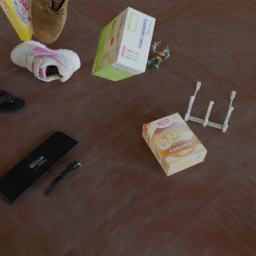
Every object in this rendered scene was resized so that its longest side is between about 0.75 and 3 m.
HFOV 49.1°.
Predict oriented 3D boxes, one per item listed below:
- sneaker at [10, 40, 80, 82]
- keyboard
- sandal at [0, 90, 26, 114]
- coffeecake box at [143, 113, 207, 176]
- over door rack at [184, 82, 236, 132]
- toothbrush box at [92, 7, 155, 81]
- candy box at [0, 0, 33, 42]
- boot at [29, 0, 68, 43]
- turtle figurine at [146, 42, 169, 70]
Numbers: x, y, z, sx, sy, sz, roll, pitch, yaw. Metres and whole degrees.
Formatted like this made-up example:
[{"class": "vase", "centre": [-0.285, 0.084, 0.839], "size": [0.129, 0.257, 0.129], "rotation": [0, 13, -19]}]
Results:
[{"class": "sneaker", "centre": [-3.204, -2.421, 10.419], "size": [2.654, 1.080, 1.171], "rotation": [10, 49, 8]}, {"class": "keyboard", "centre": [-2.374, 1.192, 8.024], "size": [1.639, 0.266, 2.579], "rotation": [28, 57, 28]}, {"class": "sandal", "centre": [-4.491, -1.027, 9.661], "size": [2.051, 0.491, 0.771], "rotation": [17, 53, 14]}, {"class": "coffeecake box", "centre": [1.344, 0.446, 8.403], "size": [1.240, 0.590, 1.615], "rotation": [-20, 54, -15]}, {"class": "over door rack", "centre": [2.802, -0.840, 9.434], "size": [1.399, 0.631, 1.893], "rotation": [18, 53, 13]}, {"class": "toothbrush box", "centre": [-0.165, -1.863, 6.587], "size": [0.717, 1.666, 1.213], "rotation": [14, 86, -26]}, {"class": "candy box", "centre": [-3.037, -3.614, 7.660], "size": [0.323, 2.448, 1.251], "rotation": [13, 73, 5]}, {"class": "boot", "centre": [-2.094, -3.401, 7.651], "size": [1.073, 2.914, 1.099], "rotation": [8, 49, -23]}, {"class": "turtle figurine", "centre": [1.245, -2.862, 11.089], "size": [0.906, 0.609, 1.211], "rotation": [26, 69, 33]}]
